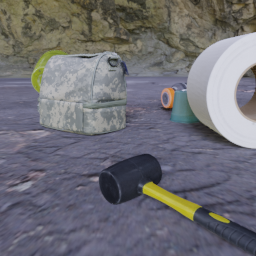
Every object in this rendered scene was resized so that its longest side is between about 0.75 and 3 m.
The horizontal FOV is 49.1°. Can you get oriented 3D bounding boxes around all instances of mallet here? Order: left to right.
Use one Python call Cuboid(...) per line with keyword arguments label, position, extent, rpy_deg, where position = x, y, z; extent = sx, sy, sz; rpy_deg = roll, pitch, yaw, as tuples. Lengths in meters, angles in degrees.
Cuboid(label="mallet", position=(0.878, 0.983, 3.568), extent=(2.823, 0.581, 0.930), rpy_deg=(15, 25, 38))

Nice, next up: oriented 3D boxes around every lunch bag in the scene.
Cuboid(label="lunch bag", position=(-1.382, -1.146, 8.703), extent=(2.760, 2.315, 1.923), rpy_deg=(10, 16, 39))

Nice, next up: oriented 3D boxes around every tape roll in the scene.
Cuboid(label="tape roll", position=(3.075, -1.012, 7.238), extent=(2.742, 2.742, 1.882), rpy_deg=(-1, 12, -3))

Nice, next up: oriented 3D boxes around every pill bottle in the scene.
Cuboid(label="pill bottle", position=(2.625, -1.348, 12.133), extent=(2.337, 1.242, 1.242), rpy_deg=(-6, 14, -23))

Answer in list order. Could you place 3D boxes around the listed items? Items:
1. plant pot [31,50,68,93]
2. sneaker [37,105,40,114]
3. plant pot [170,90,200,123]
Cuboid(label="plant pot", position=(-5.109, -3.487, 18.886), extent=(2.971, 2.971, 2.860), rpy_deg=(0, 25, 2))
Cuboid(label="sneaker", position=(-3.541, -0.819, 11.725), extent=(0.429, 0.377, 1.072), rpy_deg=(-2, 12, -21))
Cuboid(label="plant pot", position=(2.048, -0.786, 10.012), extent=(1.086, 1.064, 1.086), rpy_deg=(0, 14, 0))
